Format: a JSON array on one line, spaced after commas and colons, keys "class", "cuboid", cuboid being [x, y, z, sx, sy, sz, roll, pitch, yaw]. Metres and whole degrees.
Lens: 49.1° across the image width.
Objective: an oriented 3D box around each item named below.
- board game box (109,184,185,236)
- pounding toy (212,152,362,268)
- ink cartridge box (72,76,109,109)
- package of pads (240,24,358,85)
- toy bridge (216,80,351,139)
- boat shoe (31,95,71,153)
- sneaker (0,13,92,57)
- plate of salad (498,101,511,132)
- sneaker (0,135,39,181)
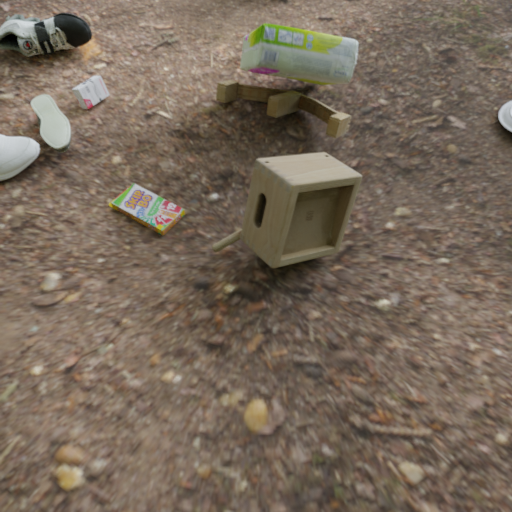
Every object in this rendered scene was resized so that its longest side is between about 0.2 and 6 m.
[{"class": "board game box", "cuboid": [-2.301, -1.007, 11.649, 1.519, 0.228, 0.726, 26, 55, 22]}, {"class": "pounding toy", "cuboid": [0.504, -0.763, 10.380, 1.950, 2.118, 1.506, -12, 39, -35]}, {"class": "ink cartridge box", "cuboid": [-4.062, -4.027, 13.786, 0.308, 0.530, 0.731, 14, 49, 39]}, {"class": "package of pads", "cuboid": [0.923, -4.566, 12.888, 2.224, 0.982, 2.878, 6, 16, -10]}, {"class": "toy bridge", "cuboid": [0.678, -3.619, 13.345, 3.478, 0.473, 1.169, 25, 34, 26]}, {"class": "boat shoe", "cuboid": [-4.667, -2.979, 12.951, 0.676, 0.565, 1.892, -26, 58, -12]}, {"class": "sneaker", "cuboid": [-5.714, -5.782, 14.990, 2.665, 0.987, 1.179, 3, 51, 15]}, {"class": "plate of salad", "cuboid": [6.652, -3.230, 13.275, 1.721, 0.413, 1.721, -6, 46, 7]}, {"class": "sneaker", "cuboid": [-6.078, -2.271, 11.913, 2.709, 1.350, 1.014, -7, 52, -7]}]
